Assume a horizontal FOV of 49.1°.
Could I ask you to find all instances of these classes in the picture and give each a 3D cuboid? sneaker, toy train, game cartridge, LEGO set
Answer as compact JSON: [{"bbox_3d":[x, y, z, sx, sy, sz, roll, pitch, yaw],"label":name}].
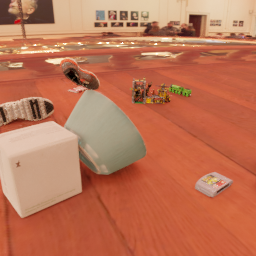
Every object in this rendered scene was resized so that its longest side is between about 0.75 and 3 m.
[{"bbox_3d":[-4.774,-0.829,12.443,2.857,1.073,1.158,-10,17,-23],"label":"sneaker"},{"bbox_3d":[2.986,-2.185,16.149,0.338,0.457,1.620,-18,30,-36],"label":"toy train"},{"bbox_3d":[-2.109,-2.106,12.331,0.865,2.245,0.919,-30,52,26],"label":"sneaker"},{"bbox_3d":[2.389,1.563,7.880,1.008,0.206,0.671,-19,26,-37],"label":"game cartridge"},{"bbox_3d":[1.137,-2.149,14.919,2.350,1.362,1.807,6,24,13],"label":"LEGO set"}]

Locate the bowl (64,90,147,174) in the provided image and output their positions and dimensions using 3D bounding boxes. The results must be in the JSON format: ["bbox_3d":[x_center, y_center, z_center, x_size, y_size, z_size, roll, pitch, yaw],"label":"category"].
[{"bbox_3d":[-0.884,0.339,8.233,1.385,2.648,2.648,-43,41,-19],"label":"bowl"}]

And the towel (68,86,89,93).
[{"bbox_3d":[-2.960,-2.349,16.948,0.807,0.127,1.120,15,28,32],"label":"towel"}]

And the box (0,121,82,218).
[{"bbox_3d":[-2.320,0.964,7.282,1.729,1.738,1.489,-18,26,-35],"label":"box"}]
